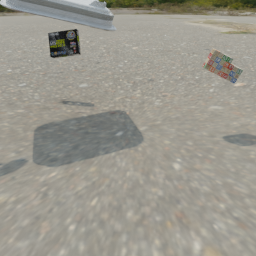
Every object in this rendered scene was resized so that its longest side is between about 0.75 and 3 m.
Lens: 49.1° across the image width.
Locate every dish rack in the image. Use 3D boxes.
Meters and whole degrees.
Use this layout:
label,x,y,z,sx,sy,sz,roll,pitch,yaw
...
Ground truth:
label,x,y,z,sx,sy,sz,roll,pitch,yaw
dish rack,-1.663,-3.154,6.946,2.651,0.577,2.275,4,31,-22

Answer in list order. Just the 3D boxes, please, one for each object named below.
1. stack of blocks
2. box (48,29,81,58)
label,x,y,z,sx,sy,sz,roll,pitch,yaw
stack of blocks,2.269,-1.469,6.630,0.841,0.484,0.246,25,24,-8
box,-1.981,-2.620,8.722,0.946,0.758,0.209,-4,4,10
